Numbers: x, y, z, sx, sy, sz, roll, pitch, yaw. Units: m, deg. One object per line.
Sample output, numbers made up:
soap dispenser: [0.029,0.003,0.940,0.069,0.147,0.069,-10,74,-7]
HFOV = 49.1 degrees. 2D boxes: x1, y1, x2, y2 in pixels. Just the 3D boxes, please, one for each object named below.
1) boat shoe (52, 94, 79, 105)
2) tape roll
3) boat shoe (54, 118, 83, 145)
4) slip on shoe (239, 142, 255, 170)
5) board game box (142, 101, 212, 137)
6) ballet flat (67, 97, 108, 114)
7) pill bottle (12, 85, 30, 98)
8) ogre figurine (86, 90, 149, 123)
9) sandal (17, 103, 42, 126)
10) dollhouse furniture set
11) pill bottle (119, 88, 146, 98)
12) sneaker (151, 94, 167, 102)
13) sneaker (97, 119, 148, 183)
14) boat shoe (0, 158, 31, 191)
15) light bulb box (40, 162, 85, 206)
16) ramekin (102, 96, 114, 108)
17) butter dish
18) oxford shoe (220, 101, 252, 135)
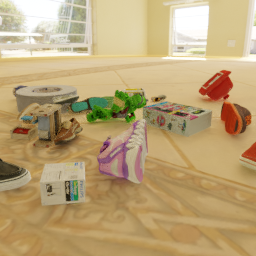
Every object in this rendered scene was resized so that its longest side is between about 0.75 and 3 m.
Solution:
boat shoe: [-2.763,-1.321,12.523,1.179,0.435,0.378,-18,67,-20]
tape roll: [-4.001,-1.448,13.953,2.933,0.969,2.933,0,18,0]
boat shoe: [-2.138,0.079,9.671,0.648,0.632,1.712,-21,12,14]
slip on shoe: [4.144,0.559,8.238,2.786,0.852,1.032,-18,27,-39]
board game box: [1.970,-0.446,11.396,2.286,0.735,1.686,17,24,42]
ballet flat: [-1.982,-1.059,13.443,2.077,0.705,0.782,-15,-1,-34]
pill bottle: [-5.761,-1.992,15.846,1.414,0.785,0.785,10,21,27]
ogre figurine: [-0.331,-0.826,11.603,1.619,2.700,1.325,-10,63,-56]
sandal: [-3.628,-0.463,11.449,0.770,0.858,2.341,39,4,-3]
dollhouse furniture set: [-3.314,-0.139,9.726,1.701,1.199,1.192,4,19,9]
pill bottle: [0.138,-1.668,14.808,1.462,0.836,0.836,-3,19,-11]
sneaker: [1.740,-1.611,15.508,0.889,0.346,0.365,-15,26,-14]
sneaker: [-0.110,0.540,7.996,1.277,1.161,2.887,-4,19,12]
boat shoe: [-3.598,0.980,6.972,2.382,0.845,0.859,4,19,10]
light bulb box: [-1.482,1.262,6.522,0.964,0.602,0.956,-2,18,-8]
ramekin: [-1.008,-1.325,14.391,0.921,0.450,0.921,0,19,0]
butter dish: [5.151,-2.188,15.734,1.920,1.419,1.915,-41,9,13]
oxford shoe: [4.371,-0.445,10.958,1.084,1.064,2.990,9,20,9]
